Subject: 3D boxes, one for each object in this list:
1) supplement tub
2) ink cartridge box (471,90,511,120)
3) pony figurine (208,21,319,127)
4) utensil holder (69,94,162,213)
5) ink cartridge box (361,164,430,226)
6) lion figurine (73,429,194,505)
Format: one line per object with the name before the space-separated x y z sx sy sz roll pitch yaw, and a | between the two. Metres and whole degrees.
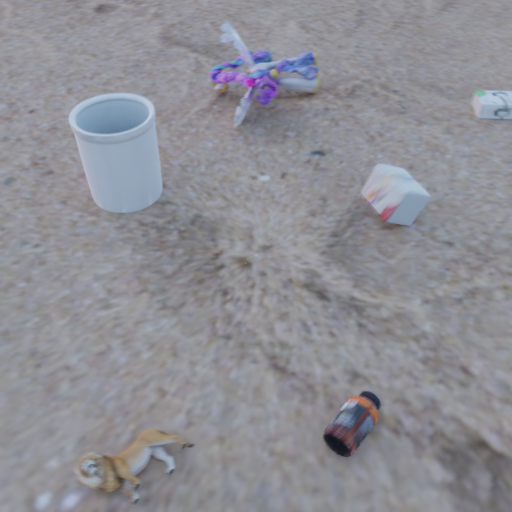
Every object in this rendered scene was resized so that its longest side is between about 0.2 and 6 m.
supplement tub | 1.205 2.022 6.850 0.437 0.437 0.817 29 48 27
ink cartridge box | 5.334 -3.353 12.426 0.893 0.375 0.652 2 44 2
pony figurine | 0.088 -3.893 12.186 2.485 2.069 2.399 -3 12 2
utensil holder | -2.408 -1.797 9.917 1.409 1.658 1.409 0 45 0
ink cartridge box | 2.412 -1.073 9.757 0.646 0.649 0.893 5 37 -32
lion figurine | -1.425 2.375 6.588 0.771 0.456 1.259 27 36 35
